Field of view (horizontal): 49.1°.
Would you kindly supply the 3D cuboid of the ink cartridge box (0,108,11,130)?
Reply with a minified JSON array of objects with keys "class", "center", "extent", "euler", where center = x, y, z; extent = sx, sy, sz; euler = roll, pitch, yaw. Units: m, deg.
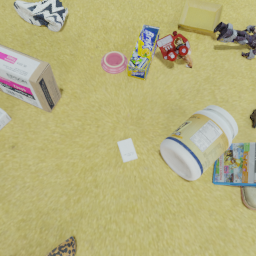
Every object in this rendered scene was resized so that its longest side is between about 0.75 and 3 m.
[{"class":"ink cartridge box","center":[-5.483,-0.239,10.876],"extent":[1.028,0.592,1.409],"euler":[35,69,16]}]

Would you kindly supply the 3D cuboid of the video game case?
[{"class":"video game case","center":[4.128,1.238,9.716],"extent":[2.213,0.197,1.584],"euler":[-5,58,36]}]

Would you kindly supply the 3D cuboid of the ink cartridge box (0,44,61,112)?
[{"class":"ink cartridge box","center":[-4.103,-1.923,10.826],"extent":[2.623,2.161,0.985],"euler":[23,66,11]}]

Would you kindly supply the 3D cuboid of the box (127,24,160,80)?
[{"class":"box","center":[0.708,-3.346,12.282],"extent":[0.856,0.786,2.445],"euler":[15,66,8]}]

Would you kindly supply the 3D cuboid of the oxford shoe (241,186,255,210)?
[{"class":"oxford shoe","center":[4.700,1.487,9.798],"extent":[0.978,1.020,2.764],"euler":[20,66,10]}]

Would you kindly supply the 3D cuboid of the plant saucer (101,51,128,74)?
[{"class":"plant saucer","center":[-0.603,-2.946,12.361],"extent":[1.194,0.303,1.194],"euler":[0,64,-1]}]

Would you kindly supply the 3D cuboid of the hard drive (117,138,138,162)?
[{"class":"hard drive","center":[-0.025,0.843,10.621],"extent":[0.555,0.112,0.842],"euler":[-15,65,-7]}]

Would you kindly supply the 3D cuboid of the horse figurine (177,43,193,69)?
[{"class":"horse figurine","center":[2.512,-3.350,12.509],"extent":[0.918,0.346,1.385],"euler":[13,59,-6]}]

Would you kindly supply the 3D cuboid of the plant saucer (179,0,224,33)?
[{"class":"plant saucer","center":[3.481,-5.312,13.429],"extent":[1.869,0.453,1.870],"euler":[15,65,8]}]

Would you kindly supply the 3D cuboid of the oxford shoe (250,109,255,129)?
[{"class":"oxford shoe","center":[5.030,-0.367,11.134],"extent":[0.383,0.329,0.906],"euler":[12,61,22]}]

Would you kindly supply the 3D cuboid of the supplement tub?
[{"class":"supplement tub","center":[2.515,0.476,9.887],"extent":[2.414,1.743,1.743],"euler":[-39,70,-18]}]

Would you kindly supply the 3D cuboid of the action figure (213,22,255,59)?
[{"class":"action figure","center":[5.193,-4.000,12.507],"extent":[2.581,0.896,1.680],"euler":[13,61,-14]}]

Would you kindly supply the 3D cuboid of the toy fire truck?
[{"class":"toy fire truck","center":[1.937,-3.485,11.873],"extent":[1.269,0.712,1.066],"euler":[-26,109,6]}]

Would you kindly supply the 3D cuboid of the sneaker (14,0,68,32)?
[{"class":"sneaker","center":[-4.005,-5.736,13.343],"extent":[2.467,0.985,1.606],"euler":[21,65,10]}]

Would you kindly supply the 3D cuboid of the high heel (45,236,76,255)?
[{"class":"high heel","center":[-2.764,3.889,8.720],"extent":[2.125,0.759,1.515],"euler":[22,72,-8]}]
